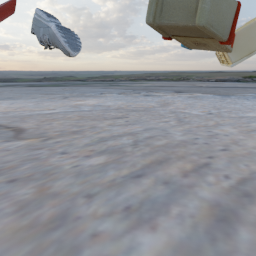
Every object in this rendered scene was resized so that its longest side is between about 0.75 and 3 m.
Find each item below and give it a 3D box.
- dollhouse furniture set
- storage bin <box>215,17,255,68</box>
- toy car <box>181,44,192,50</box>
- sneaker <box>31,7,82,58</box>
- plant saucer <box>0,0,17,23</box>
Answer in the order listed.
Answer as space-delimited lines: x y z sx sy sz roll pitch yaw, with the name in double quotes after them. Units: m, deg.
1.125 -2.508 3.697 2.720 2.690 1.401 17 11 34 "dollhouse furniture set"
2.007 -1.503 4.727 1.016 0.476 1.009 -30 8 14 "storage bin"
1.646 -3.350 8.856 1.440 1.328 1.274 21 15 2 "toy car"
-2.352 -2.867 9.047 0.929 1.020 2.487 4 36 -49 "sneaker"
-3.457 -2.306 6.380 1.678 0.309 1.681 -1 42 36 "plant saucer"
